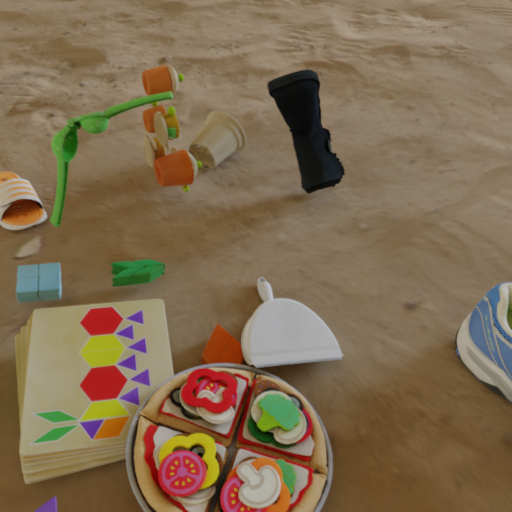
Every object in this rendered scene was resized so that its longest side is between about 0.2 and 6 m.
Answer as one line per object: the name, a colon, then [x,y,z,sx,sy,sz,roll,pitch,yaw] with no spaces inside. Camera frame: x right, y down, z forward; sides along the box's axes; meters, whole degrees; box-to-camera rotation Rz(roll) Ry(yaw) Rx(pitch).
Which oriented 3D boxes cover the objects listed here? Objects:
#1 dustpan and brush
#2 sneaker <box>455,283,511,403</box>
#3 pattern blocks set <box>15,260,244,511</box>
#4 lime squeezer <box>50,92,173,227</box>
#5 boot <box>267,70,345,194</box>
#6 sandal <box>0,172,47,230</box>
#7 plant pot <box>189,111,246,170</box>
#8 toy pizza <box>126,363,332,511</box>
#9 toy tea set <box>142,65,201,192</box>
dustpan and brush: [0.331,0.925,8.412,1.391,0.570,1.993,-2,47,-16]
sneaker: [3.945,1.642,6.921,1.262,1.284,3.333,-25,48,-28]
pattern blocks set: [-2.093,1.649,7.469,3.974,0.366,4.521,2,41,-7]
lime squeezer: [-2.648,-1.857,8.968,2.870,0.541,1.014,-46,70,7]
boot: [0.976,-2.158,10.161,0.880,1.936,2.304,-15,-1,13]
sandal: [-4.722,-1.225,10.723,0.816,0.610,2.130,-24,47,-25]
plant pot: [-0.898,-2.380,11.875,1.031,1.031,0.944,23,57,24]
toy pizza: [-0.276,2.186,6.559,2.443,0.387,2.443,7,40,-6]
toy tea set: [-1.536,-2.365,10.487,0.890,2.405,1.430,-16,58,-20]
